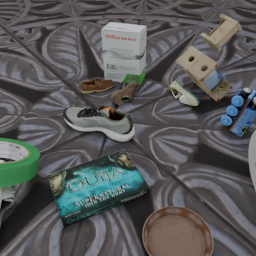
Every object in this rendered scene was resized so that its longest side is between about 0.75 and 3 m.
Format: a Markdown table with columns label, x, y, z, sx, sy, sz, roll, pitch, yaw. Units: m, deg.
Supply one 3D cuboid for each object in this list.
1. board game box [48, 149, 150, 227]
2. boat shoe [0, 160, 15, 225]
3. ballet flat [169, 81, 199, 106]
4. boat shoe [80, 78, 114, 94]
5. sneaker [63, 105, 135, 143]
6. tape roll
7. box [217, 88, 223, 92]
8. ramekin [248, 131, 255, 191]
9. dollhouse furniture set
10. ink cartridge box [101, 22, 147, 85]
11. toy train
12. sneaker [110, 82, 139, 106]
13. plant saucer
| label | x | y | z | sx | sy | sz | roll | pitch | yaw |
| --- | --- | --- | --- | --- | --- | --- | --- | --- | --- |
| board game box | -0.913 | 1.685 | 8.425 | 2.625 | 0.370 | 1.776 | -17 | 43 | -19 |
| boat shoe | -3.607 | 1.994 | 7.716 | 0.883 | 0.928 | 2.577 | 8 | 38 | -10 |
| ballet flat | 2.342 | -1.376 | 11.993 | 0.581 | 0.628 | 1.863 | -36 | 41 | 3 |
| boat shoe | -1.378 | -1.948 | 12.567 | 1.556 | 0.526 | 0.560 | -15 | 43 | -17 |
| sneaker | -1.096 | -0.417 | 10.322 | 2.856 | 1.133 | 1.056 | 13 | 44 | 17 |
| tape roll | -3.911 | 0.944 | 8.319 | 2.436 | 0.585 | 2.436 | 11 | 15 | -3 |
| box | 3.886 | -1.804 | 12.636 | 0.332 | 0.221 | 0.882 | -21 | 45 | -21 |
| ramekin | 4.317 | 1.105 | 7.325 | 1.386 | 2.838 | 2.838 | -8 | 41 | 2 |
| dollhouse furniture set | 3.821 | -2.869 | 11.665 | 2.600 | 1.833 | 1.822 | -45 | 45 | 12 |
| ink cartridge box | -0.143 | -3.372 | 12.718 | 1.824 | 2.488 | 1.033 | 12 | 42 | 13 |
| toy train | 4.110 | -0.586 | 10.057 | 1.029 | 1.800 | 0.780 | 32 | 48 | 18 |
| sneaker | -0.023 | -1.439 | 12.088 | 1.636 | 0.576 | 0.618 | -34 | 75 | -34 |
| plant saucer | 1.251 | 2.826 | 7.144 | 1.768 | 0.304 | 1.768 | -1 | 41 | 1 |
